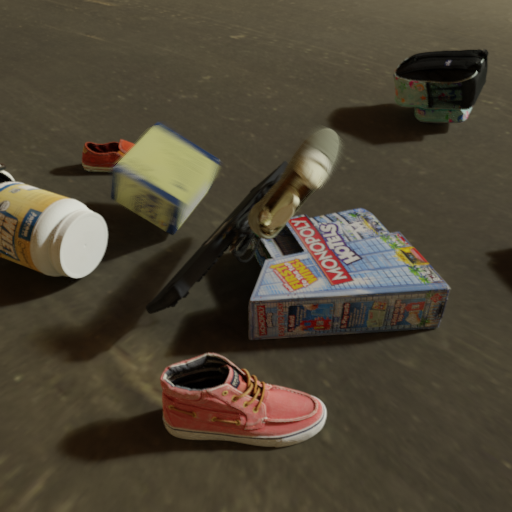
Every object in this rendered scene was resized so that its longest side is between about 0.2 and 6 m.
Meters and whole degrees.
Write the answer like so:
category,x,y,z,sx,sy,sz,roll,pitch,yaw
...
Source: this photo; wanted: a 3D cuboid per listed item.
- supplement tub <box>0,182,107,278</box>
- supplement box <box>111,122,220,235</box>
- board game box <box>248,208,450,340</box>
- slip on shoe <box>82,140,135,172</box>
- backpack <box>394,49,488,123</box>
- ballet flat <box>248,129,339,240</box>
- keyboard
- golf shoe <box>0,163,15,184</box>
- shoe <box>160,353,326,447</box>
category,x,y,z,sx,sy,sz,roll,pitch,yaw
supplement tub,-3.937,-0.464,10.337,2.016,1.458,1.458,17,41,21
supplement box,-1.833,-1.552,11.282,1.530,1.027,1.528,31,57,2
board game box,1.103,0.251,9.829,3.127,0.965,3.129,-12,40,-15
slip on shoe,-3.120,-2.446,13.514,2.182,0.668,0.808,-1,36,-4
backpack,5.013,-4.736,15.462,2.326,1.751,2.065,13,46,25
ballet flat,0.636,-1.019,8.358,0.653,1.937,0.617,35,11,-26
keyboard,-0.376,-0.250,9.613,0.689,1.809,3.475,44,59,-9
golf shoe,-6.124,-1.709,12.324,1.524,1.254,3.226,-2,43,-21
shoe,-0.165,1.948,7.607,2.289,1.041,0.818,0,38,0
